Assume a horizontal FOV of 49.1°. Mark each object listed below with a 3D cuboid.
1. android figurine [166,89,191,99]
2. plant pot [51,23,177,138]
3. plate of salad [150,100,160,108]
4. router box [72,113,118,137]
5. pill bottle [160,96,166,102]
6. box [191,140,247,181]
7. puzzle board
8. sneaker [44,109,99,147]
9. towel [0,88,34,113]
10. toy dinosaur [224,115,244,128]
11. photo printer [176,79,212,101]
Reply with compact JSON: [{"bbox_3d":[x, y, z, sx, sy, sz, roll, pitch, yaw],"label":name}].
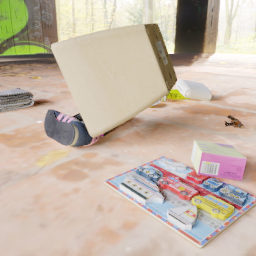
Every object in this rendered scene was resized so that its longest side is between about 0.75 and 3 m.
[{"bbox_3d":[2.857,-1.875,15.564,1.679,0.345,1.529,-2,19,-1],"label":"android figurine"},{"bbox_3d":[-0.062,-1.782,8.727,2.571,2.904,2.901,-16,14,23],"label":"plant pot"},{"bbox_3d":[1.067,-1.185,13.717,1.062,0.255,1.062,-10,21,4],"label":"plate of salad"},{"bbox_3d":[-1.148,-0.310,10.776,1.526,0.522,2.046,8,21,22],"label":"router box"},{"bbox_3d":[1.219,-1.837,14.606,1.579,0.877,0.877,2,19,8],"label":"pill bottle"},{"bbox_3d":[2.247,0.790,7.143,1.064,0.585,1.210,8,12,3],"label":"box"},{"bbox_3d":[1.129,1.391,6.364,2.131,0.246,2.828,-15,24,-38],"label":"puzzle board"},{"bbox_3d":[-2.009,0.046,9.538,1.122,0.960,2.736,8,13,-37],"label":"sneaker"},{"bbox_3d":[-5.697,-1.404,13.486,1.889,0.808,1.564,-16,24,-38],"label":"towel"},{"bbox_3d":[4.113,-0.206,10.862,0.629,0.474,0.927,12,-1,-8],"label":"toy dinosaur"},{"bbox_3d":[3.426,-2.031,14.854,1.671,0.580,1.390,7,32,-19],"label":"photo printer"}]
